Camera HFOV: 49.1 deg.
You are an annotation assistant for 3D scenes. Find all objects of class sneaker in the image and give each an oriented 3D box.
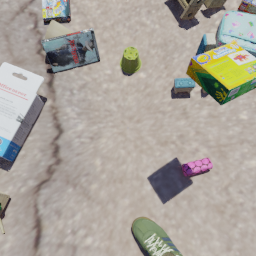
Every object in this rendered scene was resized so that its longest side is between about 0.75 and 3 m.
[{"bbox_3d":[0.999,3.310,7.371,0.781,1.046,2.331,-38,77,-11],"label":"sneaker"}]

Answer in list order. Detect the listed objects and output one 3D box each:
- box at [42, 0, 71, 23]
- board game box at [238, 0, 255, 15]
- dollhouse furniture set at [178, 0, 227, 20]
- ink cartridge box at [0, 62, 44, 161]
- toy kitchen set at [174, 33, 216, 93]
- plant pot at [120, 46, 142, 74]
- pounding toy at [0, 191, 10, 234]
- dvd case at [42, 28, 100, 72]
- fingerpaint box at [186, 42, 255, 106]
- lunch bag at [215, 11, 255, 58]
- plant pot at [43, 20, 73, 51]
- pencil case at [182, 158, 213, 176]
[{"bbox_3d":[-2.611,-4.532,10.198,0.971,0.268,1.422,-6,73,-2],"label":"box"},{"bbox_3d":[5.201,-4.589,10.123,1.913,0.443,1.449,29,75,9],"label":"board game box"},{"bbox_3d":[2.510,-4.774,9.965,1.727,1.210,1.217,-17,71,-30],"label":"dollhouse furniture set"},{"bbox_3d":[-3.702,-0.508,8.630,1.537,0.885,2.653,22,74,7],"label":"ink cartridge box"},{"bbox_3d":[2.120,-2.069,9.072,1.324,0.974,1.653,-2,72,-1],"label":"toy kitchen set"},{"bbox_3d":[0.092,-2.306,9.294,0.754,0.693,0.754,0,74,0],"label":"plant pot"},{"bbox_3d":[-3.918,2.273,7.929,1.132,0.805,1.042,17,73,16],"label":"pounding toy"},{"bbox_3d":[-1.806,-2.510,9.113,1.656,1.209,0.182,-16,52,-6],"label":"dvd case"},{"bbox_3d":[1.767,-0.994,4.978,1.109,0.407,0.925,-25,59,-25],"label":"fingerpaint box"},{"bbox_3d":[3.988,-3.121,9.538,1.828,0.704,1.466,15,73,5],"label":"lunch bag"},{"bbox_3d":[-2.132,-2.889,9.401,1.115,1.045,1.045,19,73,-11],"label":"plant pot"},{"bbox_3d":[2.071,1.143,8.410,0.874,0.397,0.410,-12,47,-6],"label":"pencil case"}]
